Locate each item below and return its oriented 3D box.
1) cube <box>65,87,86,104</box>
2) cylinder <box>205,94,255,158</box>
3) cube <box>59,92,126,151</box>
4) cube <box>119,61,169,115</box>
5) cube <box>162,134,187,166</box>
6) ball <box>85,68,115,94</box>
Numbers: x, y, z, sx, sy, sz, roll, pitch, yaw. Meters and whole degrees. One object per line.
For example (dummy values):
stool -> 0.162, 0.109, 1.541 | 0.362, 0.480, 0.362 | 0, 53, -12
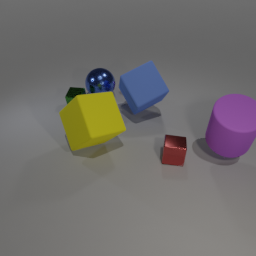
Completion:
cube -> -2.272, -1.307, 12.357 | 0.700, 0.700, 0.700 | 6, 49, 10
cylinder -> 3.126, -0.053, 8.344 | 1.400, 1.400, 1.400 | -2, 54, 2
cube -> -1.178, -0.227, 9.181 | 1.400, 1.400, 1.400 | -13, -11, -41
cube -> 0.581, -1.563, 11.164 | 1.400, 1.400, 1.400 | -28, -6, -8
cube -> 1.488, 0.714, 9.029 | 0.700, 0.700, 0.700 | 7, 32, 5
ball -> -1.290, -2.086, 13.039 | 1.400, 1.400, 1.400 | 0, 30, 0
